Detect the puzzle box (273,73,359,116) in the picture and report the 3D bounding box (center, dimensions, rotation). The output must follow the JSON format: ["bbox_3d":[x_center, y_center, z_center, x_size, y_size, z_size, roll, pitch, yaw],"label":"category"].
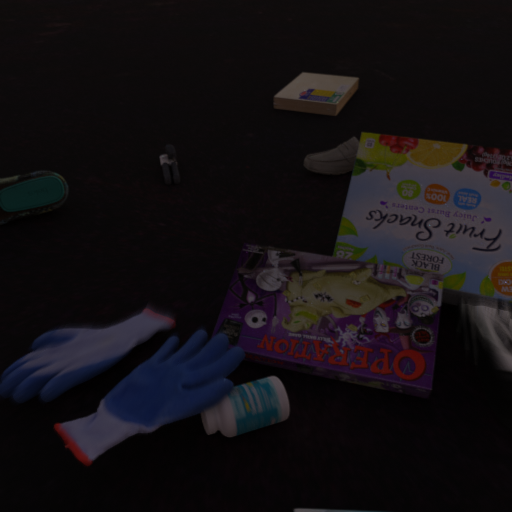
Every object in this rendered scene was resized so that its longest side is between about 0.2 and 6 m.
[{"bbox_3d":[1.764,-4.683,16.066,1.801,0.344,2.706,13,35,18],"label":"puzzle box"}]

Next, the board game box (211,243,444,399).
[{"bbox_3d":[0.922,0.744,7.144,2.690,0.434,1.615,9,61,13],"label":"board game box"}]

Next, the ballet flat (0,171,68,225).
[{"bbox_3d":[-4.692,-0.944,10.011,2.590,0.961,0.961,-10,34,-18],"label":"ballet flat"}]

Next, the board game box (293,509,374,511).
[{"bbox_3d":[1.206,2.774,4.465,1.811,0.425,1.367,1,33,1],"label":"board game box"}]

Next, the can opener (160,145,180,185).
[{"bbox_3d":[-1.822,-1.948,11.757,0.345,0.433,1.294,-7,33,-10],"label":"can opener"}]

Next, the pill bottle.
[{"bbox_3d":[-0.133,1.664,6.110,0.907,0.503,0.503,-12,35,-18],"label":"pill bottle"}]

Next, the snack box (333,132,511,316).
[{"bbox_3d":[2.597,-0.495,8.072,2.610,0.883,2.201,11,76,18],"label":"snack box"}]

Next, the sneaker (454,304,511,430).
[{"bbox_3d":[2.934,1.179,6.373,0.793,0.664,1.791,0,38,-1],"label":"sneaker"}]

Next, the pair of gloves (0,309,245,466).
[{"bbox_3d":[-1.603,1.270,6.479,2.222,0.315,2.764,-25,29,-38],"label":"pair of gloves"}]

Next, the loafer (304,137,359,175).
[{"bbox_3d":[1.984,-2.171,11.843,2.036,0.710,0.712,-10,34,-15],"label":"loafer"}]
